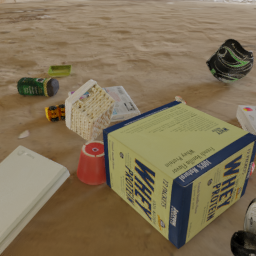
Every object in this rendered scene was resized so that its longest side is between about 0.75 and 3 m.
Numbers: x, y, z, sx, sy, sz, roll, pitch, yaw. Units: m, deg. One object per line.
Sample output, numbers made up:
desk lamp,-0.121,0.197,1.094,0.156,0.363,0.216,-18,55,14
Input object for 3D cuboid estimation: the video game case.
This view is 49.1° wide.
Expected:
video game case,-1.167,-1.079,12.633,2.677,0.348,2.941,-9,33,-14

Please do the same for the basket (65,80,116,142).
basket,-1.305,-0.504,9.673,1.169,1.895,1.284,39,63,10

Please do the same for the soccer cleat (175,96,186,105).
soccer cleat,2.396,-1.268,13.022,0.333,0.268,0.781,-12,38,-26

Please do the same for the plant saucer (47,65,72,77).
plant saucer,-3.938,-3.299,16.302,1.300,0.312,1.302,-4,31,-6

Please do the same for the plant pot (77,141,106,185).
plant pot,-1.006,1.002,8.509,1.111,0.983,1.111,4,35,-3

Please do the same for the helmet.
helmet,5.459,-3.439,14.823,2.064,2.165,2.165,42,41,3

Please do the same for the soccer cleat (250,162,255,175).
soccer cleat,3.020,0.944,9.008,0.772,0.673,2.019,-27,43,-37

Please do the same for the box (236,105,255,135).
box,6.015,-0.091,10.739,2.992,0.616,2.332,3,31,3

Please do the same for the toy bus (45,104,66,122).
toy bus,-3.036,-0.685,11.832,0.920,0.624,0.883,-15,19,-27

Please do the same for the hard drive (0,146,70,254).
hard drive,-3.145,1.833,7.059,1.938,0.386,2.938,19,52,28

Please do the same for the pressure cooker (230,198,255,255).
pressure cooker,3.268,2.352,5.189,2.513,2.210,2.245,1,37,3

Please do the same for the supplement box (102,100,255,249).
supplement box,1.330,0.954,7.670,2.917,1.958,2.914,-23,37,-32

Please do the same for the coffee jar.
coffee jar,-4.363,-2.018,13.729,1.855,0.791,0.967,3,30,7
